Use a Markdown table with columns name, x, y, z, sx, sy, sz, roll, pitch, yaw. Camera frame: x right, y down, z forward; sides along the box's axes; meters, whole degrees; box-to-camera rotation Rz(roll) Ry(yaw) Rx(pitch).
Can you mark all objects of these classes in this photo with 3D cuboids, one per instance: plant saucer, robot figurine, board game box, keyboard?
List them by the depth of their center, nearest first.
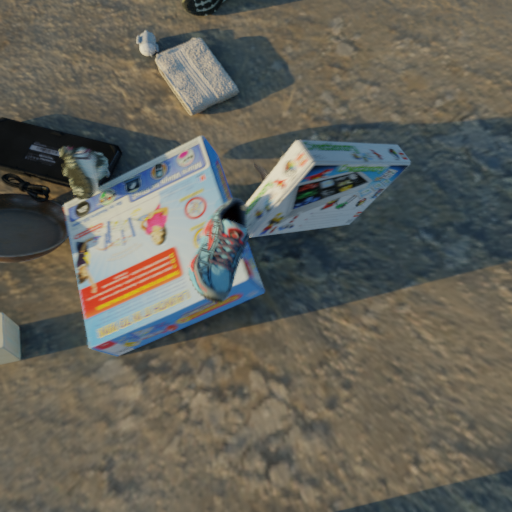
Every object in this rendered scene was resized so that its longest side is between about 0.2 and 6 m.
| name | x | y | z | sx | sy | sz | roll | pitch | yaw |
| --- | --- | --- | --- | --- | --- | --- | --- | --- | --- |
| board game box | 1.311 | -1.240 | 10.388 | 3.115 | 1.966 | 0.539 | -9 | 60 | -45 |
| board game box | -1.875 | -0.189 | 10.791 | 3.275 | 0.915 | 3.207 | -24 | 65 | 11 |
| plant saucer | -4.957 | -0.536 | 11.323 | 2.413 | 0.387 | 2.413 | 8 | 32 | -5 |
| keyboard | -4.825 | -2.045 | 12.593 | 3.188 | 0.409 | 1.914 | 14 | 58 | 8 |
| robot figurine | -2.754 | -5.367 | 14.194 | 0.609 | 0.405 | 0.718 | 11 | 59 | -33 |

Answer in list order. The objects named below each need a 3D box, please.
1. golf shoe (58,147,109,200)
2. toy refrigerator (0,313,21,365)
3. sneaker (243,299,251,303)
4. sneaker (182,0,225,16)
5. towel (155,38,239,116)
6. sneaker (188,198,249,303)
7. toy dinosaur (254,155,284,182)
| name | x | y | z | sx | sy | sz | roll | pitch | yaw |
| --- | --- | --- | --- | --- | --- | --- | --- | --- | --- |
| golf shoe | -3.361 | -1.765 | 11.245 | 0.912 | 0.799 | 2.071 | -9 | 31 | -24 |
| toy refrigerator | -5.709 | 1.720 | 10.464 | 2.261 | 0.858 | 0.791 | -12 | 64 | -5 |
| sneaker | -0.643 | -0.008 | 11.204 | 0.913 | 0.821 | 2.115 | -39 | 69 | 4 |
| sneaker | -1.269 | -7.137 | 14.972 | 0.940 | 0.816 | 2.121 | 35 | 63 | 29 |
| towel | -1.498 | -4.463 | 13.778 | 1.395 | 0.363 | 2.105 | -29 | 68 | -13 |
| sneaker | -0.545 | -0.177 | 8.896 | 0.752 | 0.905 | 1.895 | 20 | 51 | -19 |
| toy dinosaur | 0.576 | -1.471 | 11.404 | 1.522 | 1.032 | 0.653 | 0 | 61 | -28 |
